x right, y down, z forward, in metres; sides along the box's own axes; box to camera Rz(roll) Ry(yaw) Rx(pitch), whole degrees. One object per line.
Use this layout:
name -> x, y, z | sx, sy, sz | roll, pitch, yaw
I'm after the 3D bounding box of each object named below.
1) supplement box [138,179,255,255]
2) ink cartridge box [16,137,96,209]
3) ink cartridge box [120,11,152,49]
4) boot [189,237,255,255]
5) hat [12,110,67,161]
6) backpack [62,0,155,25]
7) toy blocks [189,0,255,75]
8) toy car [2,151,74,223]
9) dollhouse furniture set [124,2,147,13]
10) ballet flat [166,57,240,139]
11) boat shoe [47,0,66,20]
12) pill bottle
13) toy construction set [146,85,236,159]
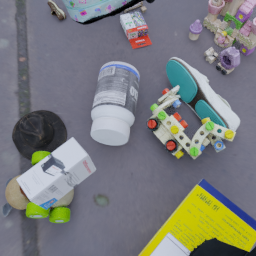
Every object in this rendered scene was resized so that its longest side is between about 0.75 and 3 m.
supplement box -> 1.249, 2.849, 6.121 | 1.587, 1.597, 2.916 | 39, 69, 19
ink cartridge box -> -1.023, 0.689, 4.175 | 0.976, 0.708, 0.408 | -38, 67, -14
ink cartridge box -> 0.294, -3.544, 10.075 | 0.773, 0.357, 1.418 | -16, 63, -8
boot -> 1.891, 2.080, 4.479 | 1.993, 1.633, 0.737 | -43, 102, -27
hat -> -2.615, 0.053, 8.072 | 1.695, 0.684, 1.695 | 0, 62, -1
backpack -> -0.576, -3.544, 6.756 | 2.276, 1.440, 1.899 | -28, 42, -5
toy blocks -> 3.501, -3.664, 9.137 | 2.551, 2.147, 2.384 | -37, 69, -17
toy car -> -2.482, 1.653, 7.164 | 1.846, 1.457, 1.516 | -18, 58, 23
dollhouse furniture set -> -0.136, -4.911, 10.594 | 1.208, 0.692, 1.416 | -26, 66, -12
ballet flat -> 2.284, -0.986, 8.551 | 1.034, 1.034, 2.979 | -29, 71, -14
boat shoe -> -2.768, -4.423, 10.534 | 0.373, 0.372, 1.007 | -41, 70, -12
pill bottle -> -0.376, -0.701, 8.133 | 1.258, 1.258, 2.212 | 6, 64, 3
toy construction set -> 1.542, -0.141, 7.887 | 1.673, 1.175, 2.551 | -42, 60, 7
